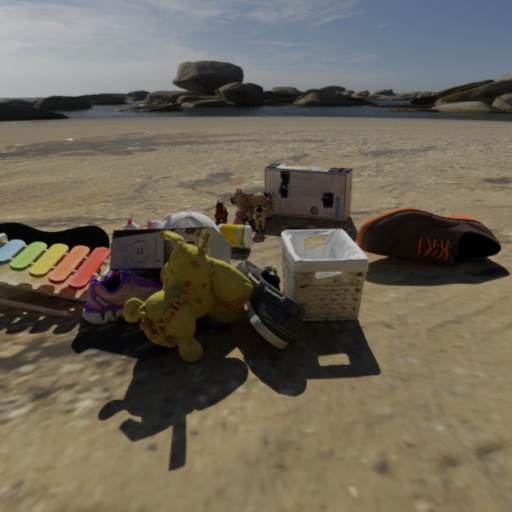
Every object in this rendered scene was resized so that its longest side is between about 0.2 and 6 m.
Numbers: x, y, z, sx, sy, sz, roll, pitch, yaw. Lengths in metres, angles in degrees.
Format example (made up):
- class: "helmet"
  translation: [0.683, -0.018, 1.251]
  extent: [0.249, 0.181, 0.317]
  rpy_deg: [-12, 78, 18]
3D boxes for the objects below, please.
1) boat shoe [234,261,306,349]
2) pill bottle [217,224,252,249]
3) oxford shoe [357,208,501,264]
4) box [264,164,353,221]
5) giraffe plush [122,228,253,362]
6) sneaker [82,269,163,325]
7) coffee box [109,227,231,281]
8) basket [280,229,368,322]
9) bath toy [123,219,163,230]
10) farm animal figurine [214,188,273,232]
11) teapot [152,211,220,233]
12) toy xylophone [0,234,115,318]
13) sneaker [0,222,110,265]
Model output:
- class: "boat shoe"
  translation: [0.201, 0.529, 8.260]
  extent: [0.800, 0.691, 2.203]
  rpy_deg: [36, 11, -24]
- class: "pill bottle"
  translation: [-0.571, -0.423, 11.978]
  extent: [0.891, 0.503, 0.503]
  rpy_deg: [4, 18, 14]
- class: "oxford shoe"
  translation: [3.407, -0.341, 10.979]
  extent: [2.836, 1.009, 1.029]
  rpy_deg: [-3, 22, -10]
- class: "box"
  translation: [1.334, -1.663, 14.577]
  extent: [2.215, 1.292, 0.666]
  rpy_deg: [8, 22, 20]
- class: "giraffe plush"
  translation: [-0.983, 0.671, 7.572]
  extent: [1.524, 1.766, 1.432]
  rpy_deg: [18, 56, 16]
- class: "sneaker"
  translation: [-1.874, 0.526, 8.657]
  extent: [1.632, 0.721, 0.656]
  rpy_deg: [-11, 21, -29]
- class: "coffee box"
  translation: [-1.381, 0.003, 9.147]
  extent: [1.727, 0.689, 0.976]
  rpy_deg: [-2, -16, 15]
- class: "basket"
  translation: [1.021, 0.279, 8.959]
  extent: [1.130, 1.028, 1.666]
  rpy_deg: [-1, 19, -5]
- class: "bath toy"
  translation: [-2.104, -0.515, 12.102]
  extent: [1.657, 0.612, 0.720]
  rpy_deg: [0, 18, 1]
- class: "farm animal figurine"
  translation: [-0.161, -1.249, 13.888]
  extent: [1.706, 0.890, 1.687]
  rpy_deg: [13, 22, 36]
- class: "teapot"
  translation: [-1.353, -0.396, 10.427]
  extent: [1.292, 0.944, 1.276]
  rpy_deg: [-30, 24, 17]
- class: "toy xylophone"
  translation: [-3.383, 0.290, 9.094]
  extent: [2.216, 0.557, 1.622]
  rpy_deg: [7, 26, -6]
- class: "sneaker"
  translation: [-4.029, -0.092, 10.619]
  extent: [2.330, 0.883, 1.020]
  rpy_deg: [2, -9, -24]
